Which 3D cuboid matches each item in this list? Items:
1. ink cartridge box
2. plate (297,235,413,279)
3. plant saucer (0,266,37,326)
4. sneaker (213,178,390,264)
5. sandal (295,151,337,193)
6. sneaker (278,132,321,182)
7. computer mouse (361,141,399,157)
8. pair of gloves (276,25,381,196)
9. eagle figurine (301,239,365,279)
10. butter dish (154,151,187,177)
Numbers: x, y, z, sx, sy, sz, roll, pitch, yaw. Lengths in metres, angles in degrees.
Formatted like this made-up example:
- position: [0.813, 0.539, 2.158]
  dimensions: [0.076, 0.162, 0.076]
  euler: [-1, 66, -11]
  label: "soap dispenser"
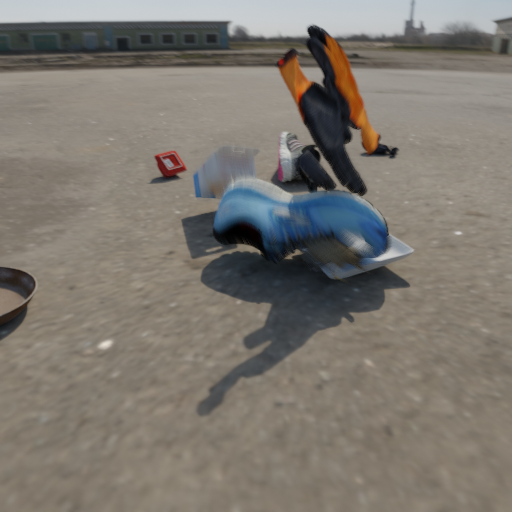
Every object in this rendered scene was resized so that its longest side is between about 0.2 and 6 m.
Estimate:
- position: [-0.662, -1.845, 12.698]
  dimensions: [0.977, 0.576, 1.698]
  euler: [0, -15, -27]
  label: "ink cartridge box"
- position: [1.774, -0.077, 10.471]
  dimensions: [1.684, 0.273, 1.688]
  euler: [-17, 27, -14]
  label: "plate"
- position: [-4.543, 0.735, 8.754]
  dimensions: [2.156, 0.346, 2.156]
  euler: [0, 24, 0]
  label: "plant saucer"
- position: [0.734, -0.346, 10.237]
  dimensions: [3.371, 1.321, 1.516]
  euler: [10, 49, 23]
  label: "sneaker"
- position: [1.012, -1.544, 10.549]
  dimensions: [0.500, 0.888, 2.336]
  euler: [-39, -6, 12]
  label: "sandal"
- position: [1.241, -2.842, 16.166]
  dimensions: [1.203, 1.015, 2.751]
  euler: [2, 28, 2]
  label: "sneaker"
- position: [4.049, -3.511, 18.565]
  dimensions: [1.244, 0.328, 0.861]
  euler: [20, 28, 16]
  label: "computer mouse"
- position: [1.535, -2.788, 10.482]
  dimensions: [0.394, 2.842, 3.190]
  euler: [-19, 26, 32]
  label: "pair of gloves"
- position: [1.312, 0.034, 9.265]
  dimensions: [0.937, 0.711, 0.707]
  euler: [13, 64, -13]
  label: "eagle figurine"
- position: [-2.513, -2.536, 16.034]
  dimensions: [0.764, 0.566, 0.766]
  euler: [-24, 75, -38]
  label: "butter dish"
